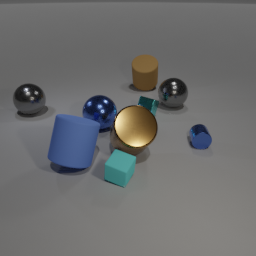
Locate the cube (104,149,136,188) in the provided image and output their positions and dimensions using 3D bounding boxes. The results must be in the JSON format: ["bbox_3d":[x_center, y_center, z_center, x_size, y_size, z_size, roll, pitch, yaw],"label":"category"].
[{"bbox_3d":[-0.234,1.192,8.321,0.700,0.700,0.700,20,43,16],"label":"cube"}]

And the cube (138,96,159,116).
[{"bbox_3d":[0.867,-0.965,12.346,0.700,0.700,0.700,18,6,23],"label":"cube"}]

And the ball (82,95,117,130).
[{"bbox_3d":[-1.134,-0.625,11.258,1.400,1.400,1.400,0,28,0],"label":"ball"}]

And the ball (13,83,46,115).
[{"bbox_3d":[-4.395,-1.286,12.514,1.400,1.400,1.400,0,28,0],"label":"ball"}]

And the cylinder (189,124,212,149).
[{"bbox_3d":[2.638,0.314,10.227,0.700,0.700,0.700,1,28,2],"label":"cylinder"}]

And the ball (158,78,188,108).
[{"bbox_3d":[2.110,-1.646,13.133,1.400,1.400,1.400,0,28,0],"label":"ball"}]

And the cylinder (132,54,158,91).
[{"bbox_3d":[0.924,-2.998,15.190,1.400,1.400,1.400,-2,55,3],"label":"cylinder"}]

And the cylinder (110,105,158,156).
[{"bbox_3d":[0.148,0.126,9.258,1.400,1.400,1.400,-5,-15,-10],"label":"cylinder"}]

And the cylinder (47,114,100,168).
[{"bbox_3d":[-1.706,0.391,8.851,1.400,1.400,1.400,13,6,-2],"label":"cylinder"}]
